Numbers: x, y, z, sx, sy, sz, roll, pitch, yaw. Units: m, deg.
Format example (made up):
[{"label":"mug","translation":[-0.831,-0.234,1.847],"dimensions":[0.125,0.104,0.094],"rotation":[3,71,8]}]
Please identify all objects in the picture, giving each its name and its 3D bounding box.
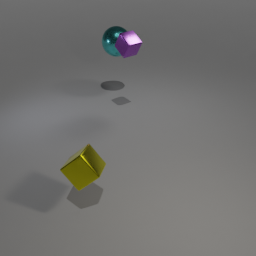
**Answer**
[{"label":"ball","translation":[-0.550,-4.112,13.332],"dimensions":[1.400,1.400,1.400],"rotation":[0,30,0]},{"label":"cube","translation":[0.013,-3.321,11.110],"dimensions":[0.700,0.700,0.700],"rotation":[-23,70,-32]},{"label":"cube","translation":[-1.070,0.943,6.798],"dimensions":[0.700,0.700,0.700],"rotation":[-35,10,19]}]
